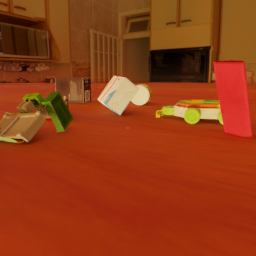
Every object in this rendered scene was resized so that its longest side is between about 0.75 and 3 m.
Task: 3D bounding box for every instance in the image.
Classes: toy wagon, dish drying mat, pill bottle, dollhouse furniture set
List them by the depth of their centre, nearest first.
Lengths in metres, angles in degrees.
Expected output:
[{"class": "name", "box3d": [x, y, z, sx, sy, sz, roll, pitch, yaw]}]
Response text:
[{"class": "dish drying mat", "box3d": [2.462, -0.650, 6.501, 0.176, 1.933, 0.742, -36, 32, -28]}, {"class": "dollhouse furniture set", "box3d": [-2.395, -0.020, 6.949, 1.200, 0.919, 1.832, -3, 38, 23]}, {"class": "toy wagon", "box3d": [2.391, -0.599, 9.421, 2.944, 0.582, 2.284, 3, 11, 16]}, {"class": "pill bottle", "box3d": [0.696, -1.714, 14.101, 0.982, 0.982, 1.742, 2, 10, 10]}]

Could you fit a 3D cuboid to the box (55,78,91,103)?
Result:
[{"class": "box", "box3d": [-2.887, -2.029, 14.941, 1.543, 1.267, 1.280, 2, 11, 10]}]

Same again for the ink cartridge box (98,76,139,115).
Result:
[{"class": "ink cartridge box", "box3d": [-0.486, -1.331, 10.915, 0.717, 1.227, 2.115, 36, 0, -20]}]

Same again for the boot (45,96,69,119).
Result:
[{"class": "boot", "box3d": [-2.572, -0.699, 9.840, 0.986, 0.690, 1.840, -7, 13, -7]}]
